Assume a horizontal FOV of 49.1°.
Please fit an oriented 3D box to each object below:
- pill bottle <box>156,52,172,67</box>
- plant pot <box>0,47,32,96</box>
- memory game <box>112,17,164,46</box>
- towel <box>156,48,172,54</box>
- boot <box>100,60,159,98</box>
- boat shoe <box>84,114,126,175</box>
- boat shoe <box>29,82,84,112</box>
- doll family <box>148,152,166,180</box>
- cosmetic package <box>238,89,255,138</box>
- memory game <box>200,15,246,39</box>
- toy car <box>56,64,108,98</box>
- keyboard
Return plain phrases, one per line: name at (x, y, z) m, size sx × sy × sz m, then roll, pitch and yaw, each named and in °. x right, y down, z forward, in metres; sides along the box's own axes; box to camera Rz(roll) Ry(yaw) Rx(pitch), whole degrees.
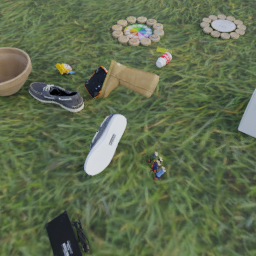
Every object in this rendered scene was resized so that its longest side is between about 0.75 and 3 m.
pill bottle at (1.641, -3.126, 12.914) m, size 0.430 × 0.430 × 0.765 m, roll 31°, pitch 57°, yaw 23°
plant pot at (-5.197, -2.173, 11.639) m, size 2.502 × 1.155 × 2.502 m, roll 0°, pitch 51°, yaw 0°
memory game at (0.512, -5.163, 14.787) m, size 2.811 × 0.179 × 2.811 m, roll 0°, pitch 50°, yaw 0°
towel at (1.775, -3.785, 13.707) m, size 0.753 × 0.068 × 0.324 m, roll 13°, pitch 50°, yaw 11°
boot at (0.006, -1.428, 9.769) m, size 1.727 × 1.512 × 0.571 m, roll 20°, pitch 35°, yaw -9°
boat shoe at (-0.874, 0.496, 9.418) m, size 0.752 × 0.796 × 2.219 m, roll 16°, pitch 78°, yaw 51°
boat shoe at (-2.940, -1.479, 11.278) m, size 2.594 × 0.814 × 0.942 m, roll 22°, pitch 53°, yaw 18°
doll family at (0.910, 1.278, 9.174) m, size 0.381 × 0.561 × 0.971 m, roll 27°, pitch 32°, yaw -22°
cosmetic package at (5.182, -1.026, 10.010) m, size 1.333 × 2.168 × 2.161 m, roll 26°, pitch 54°, yaw 22°
memory game at (5.097, -5.454, 15.052) m, size 2.408 × 0.153 × 2.408 m, roll 0°, pitch 50°, yaw 0°
toy car at (-1.702, -2.391, 11.838) m, size 2.734 × 1.341 × 0.910 m, roll 39°, pitch 28°, yaw 21°
keyboard at (-1.503, 3.291, 7.690) m, size 1.059 × 0.403 × 2.035 m, roll -34°, pitch 56°, yaw 3°
